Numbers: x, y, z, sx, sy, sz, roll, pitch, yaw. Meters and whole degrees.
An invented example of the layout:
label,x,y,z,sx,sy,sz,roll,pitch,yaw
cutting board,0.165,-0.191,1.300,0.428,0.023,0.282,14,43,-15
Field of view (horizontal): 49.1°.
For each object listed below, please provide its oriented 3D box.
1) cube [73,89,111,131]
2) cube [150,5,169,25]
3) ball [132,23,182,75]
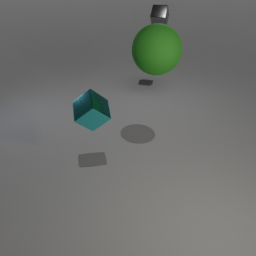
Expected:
label,x,y,z,sx,sy,sz,roll,pitch,yaw
cube,-0.969,-0.467,7.454,0.700,0.700,0.700,-33,49,26
cube,1.461,-5.139,12.866,0.700,0.700,0.700,9,75,15
ball,0.804,-2.176,7.803,1.400,1.400,1.400,0,29,0
